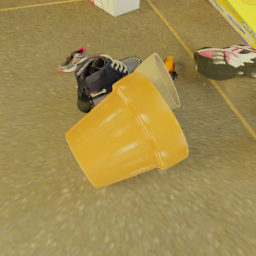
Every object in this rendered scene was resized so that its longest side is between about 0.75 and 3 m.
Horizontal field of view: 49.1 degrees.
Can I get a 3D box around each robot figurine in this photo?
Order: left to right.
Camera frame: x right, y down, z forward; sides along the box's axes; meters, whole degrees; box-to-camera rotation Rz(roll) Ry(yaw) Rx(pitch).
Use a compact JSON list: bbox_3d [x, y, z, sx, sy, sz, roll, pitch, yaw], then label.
[{"bbox_3d":[1.109,-1.907,9.397,1.139,0.457,1.571,7,48,6],"label":"robot figurine"}]

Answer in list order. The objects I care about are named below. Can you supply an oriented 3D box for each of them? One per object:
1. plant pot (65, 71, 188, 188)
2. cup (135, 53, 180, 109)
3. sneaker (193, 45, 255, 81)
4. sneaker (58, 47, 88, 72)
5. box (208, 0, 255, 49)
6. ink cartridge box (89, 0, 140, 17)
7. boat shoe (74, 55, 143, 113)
[{"bbox_3d":[-0.155,0.223,6.490,2.131,2.327,2.327,-31,53,-5],"label":"plant pot"},{"bbox_3d":[0.616,-1.132,8.104,1.198,1.675,1.675,-24,45,19],"label":"cup"},{"bbox_3d":[3.485,-2.315,9.521,2.731,1.097,1.179,5,40,-9],"label":"sneaker"},{"bbox_3d":[-1.955,-2.392,9.814,0.520,0.482,1.291,28,55,23],"label":"sneaker"},{"bbox_3d":[2.294,-2.164,5.215,1.666,0.687,2.840,45,21,-8],"label":"box"},{"bbox_3d":[-0.642,-6.255,12.571,1.510,1.503,2.078,-30,55,-24],"label":"ink cartridge box"},{"bbox_3d":[-0.426,-1.741,8.627,1.106,1.374,2.963,28,54,22],"label":"boat shoe"}]
